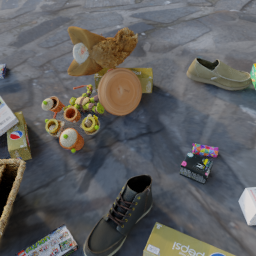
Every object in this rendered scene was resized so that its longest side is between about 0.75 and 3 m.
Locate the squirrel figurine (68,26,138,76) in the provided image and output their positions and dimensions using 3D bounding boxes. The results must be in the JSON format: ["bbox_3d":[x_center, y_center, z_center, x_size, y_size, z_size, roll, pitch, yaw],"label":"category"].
[{"bbox_3d":[-0.755,-2.995,10.927,2.580,1.826,2.408,12,21,36],"label":"squirrel figurine"}]

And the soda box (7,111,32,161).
[{"bbox_3d":[-3.765,0.266,9.590,0.596,0.631,1.863,-15,46,-15],"label":"soda box"}]

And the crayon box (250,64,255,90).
[{"bbox_3d":[6.050,-1.803,11.635,1.316,0.645,2.215,1,47,4],"label":"crayon box"}]

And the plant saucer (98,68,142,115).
[{"bbox_3d":[-0.254,-1.356,10.513,1.786,1.786,0.288,-23,19,-22],"label":"plant saucer"}]

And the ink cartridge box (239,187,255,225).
[{"bbox_3d":[3.723,2.096,7.619,1.040,0.752,0.766,-4,44,-4],"label":"ink cartridge box"}]

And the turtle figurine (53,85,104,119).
[{"bbox_3d":[-1.674,-0.895,10.706,1.780,0.711,2.207,7,41,31],"label":"turtle figurine"}]

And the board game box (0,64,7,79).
[{"bbox_3d":[-6.141,-2.605,12.766,1.028,0.317,1.028,-7,45,-8],"label":"board game box"}]

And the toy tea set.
[{"bbox_3d":[-2.201,-0.231,9.524,2.427,0.898,1.443,29,83,25],"label":"toy tea set"}]

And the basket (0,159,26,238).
[{"bbox_3d":[-3.687,1.826,6.955,1.577,1.647,2.210,20,43,-16],"label":"basket"}]

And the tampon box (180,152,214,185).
[{"bbox_3d":[2.113,1.242,8.669,0.828,0.522,0.620,22,48,21],"label":"tampon box"}]

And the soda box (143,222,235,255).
[{"bbox_3d":[1.648,3.180,6.434,2.531,0.857,0.810,19,47,19],"label":"soda box"}]

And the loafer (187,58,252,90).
[{"bbox_3d":[3.910,-2.333,11.905,2.746,0.926,1.044,10,44,9],"label":"loafer"}]

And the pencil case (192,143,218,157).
[{"bbox_3d":[2.563,0.730,9.324,0.847,0.374,0.374,12,46,10],"label":"pencil case"}]

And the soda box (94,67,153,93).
[{"bbox_3d":[-0.166,-2.032,11.848,2.412,0.772,0.817,2,45,1],"label":"soda box"}]

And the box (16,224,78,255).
[{"bbox_3d":[-2.004,3.072,6.995,1.336,0.232,0.735,-27,50,-25],"label":"box"}]

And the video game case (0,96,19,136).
[{"bbox_3d":[-5.056,-0.305,9.926,1.776,0.224,2.481,-41,49,-12],"label":"video game case"}]

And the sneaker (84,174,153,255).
[{"bbox_3d":[-0.255,2.182,7.161,0.896,1.272,2.395,29,51,27],"label":"sneaker"}]
